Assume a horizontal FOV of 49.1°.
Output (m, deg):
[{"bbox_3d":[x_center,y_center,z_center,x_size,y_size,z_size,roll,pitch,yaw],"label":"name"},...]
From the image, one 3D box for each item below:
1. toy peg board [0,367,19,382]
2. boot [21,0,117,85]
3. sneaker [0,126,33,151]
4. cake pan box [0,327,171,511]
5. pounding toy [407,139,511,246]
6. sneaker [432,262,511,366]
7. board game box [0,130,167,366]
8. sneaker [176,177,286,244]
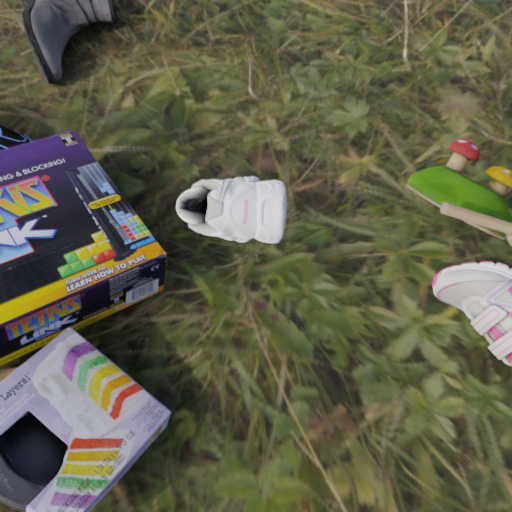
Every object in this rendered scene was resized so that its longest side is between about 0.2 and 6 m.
[{"bbox_3d":[-3.612,2.469,7.547,1.611,0.791,1.618,-6,57,-22],"label":"toy peg board"},{"bbox_3d":[-3.780,-4.845,11.588,1.872,0.993,2.844,-13,64,-11],"label":"boot"},{"bbox_3d":[-5.303,-2.143,9.899,2.893,1.127,1.015,10,60,6],"label":"sneaker"},{"bbox_3d":[-2.505,2.234,7.227,1.950,0.554,2.117,37,48,11],"label":"cake pan box"},{"bbox_3d":[2.877,-0.898,7.221,1.489,0.895,1.929,24,17,-10],"label":"pounding toy"},{"bbox_3d":[3.753,0.971,8.165,2.520,1.025,1.112,24,61,14],"label":"sneaker"},{"bbox_3d":[-3.726,-0.107,8.288,3.763,1.067,3.110,-26,63,-29],"label":"board game box"},{"bbox_3d":[-0.338,-0.476,5.236,0.859,1.728,0.673,4,90,-16],"label":"sneaker"}]
